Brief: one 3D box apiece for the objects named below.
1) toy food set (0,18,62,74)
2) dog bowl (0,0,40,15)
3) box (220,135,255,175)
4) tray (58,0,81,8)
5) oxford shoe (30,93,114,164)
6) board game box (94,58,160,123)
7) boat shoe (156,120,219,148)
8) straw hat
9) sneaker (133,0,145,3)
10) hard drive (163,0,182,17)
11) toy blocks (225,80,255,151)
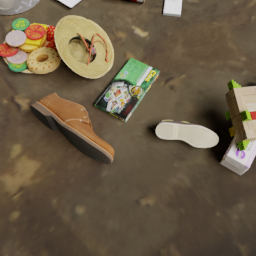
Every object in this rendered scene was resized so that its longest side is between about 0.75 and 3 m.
[{"bbox_3d":[-2.751,-2.345,8.078,1.865,0.458,1.884,9,65,2],"label":"toy food set"},{"bbox_3d":[-3.893,-4.639,9.230,2.245,0.658,2.245,0,63,0],"label":"dog bowl"},{"bbox_3d":[3.198,-0.172,6.923,0.590,0.550,2.845,32,67,15],"label":"box"},{"bbox_3d":[-1.646,-4.724,9.532,0.987,0.204,1.839,35,68,18],"label":"tray"},{"bbox_3d":[-1.198,-0.099,6.724,2.543,0.907,0.906,37,63,19],"label":"oxford shoe"},{"bbox_3d":[0.010,-1.073,7.607,0.969,0.217,1.850,28,66,16],"label":"board game box"},{"bbox_3d":[1.421,0.104,6.807,1.504,0.540,0.448,9,20,3],"label":"boat shoe"},{"bbox_3d":[-1.345,-2.071,7.721,1.896,0.803,1.896,14,68,-40],"label":"straw hat"},{"bbox_3d":[0.007,-5.331,9.475,1.383,0.876,2.459,6,64,0],"label":"sneaker"},{"bbox_3d":[1.473,-4.007,9.203,0.558,0.111,0.846,8,62,4],"label":"hard drive"},{"bbox_3d":[2.899,-0.334,6.329,1.062,0.776,1.553,-7,76,-12],"label":"toy blocks"}]
